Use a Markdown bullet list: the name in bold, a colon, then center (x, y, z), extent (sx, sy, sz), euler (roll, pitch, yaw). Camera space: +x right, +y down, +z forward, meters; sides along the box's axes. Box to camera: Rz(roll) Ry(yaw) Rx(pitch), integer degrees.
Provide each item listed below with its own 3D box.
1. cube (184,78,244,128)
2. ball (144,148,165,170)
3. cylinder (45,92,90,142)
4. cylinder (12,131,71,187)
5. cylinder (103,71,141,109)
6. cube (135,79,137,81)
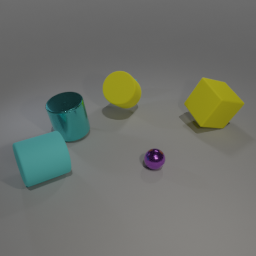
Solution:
- **cube**: center (3.419, -0.975, 11.245), extent (1.400, 1.400, 1.400), euler (4, 43, -34)
- **ball**: center (0.885, 1.024, 9.275), extent (0.700, 0.700, 0.700), euler (0, 31, 0)
- **cylinder**: center (-2.268, -0.442, 10.710), extent (1.400, 1.400, 1.400), euler (-5, 40, 4)
- **cylinder**: center (-2.677, 0.942, 8.729), extent (1.400, 1.400, 1.400), euler (-18, 36, -26)
- **cylinder**: center (-0.225, -1.600, 12.009), extent (1.400, 1.400, 1.400), euler (8, -1, 13)
- **cube**: center (-0.054, -2.089, 13.947), extent (0.700, 0.700, 0.700), euler (13, -15, -34)
